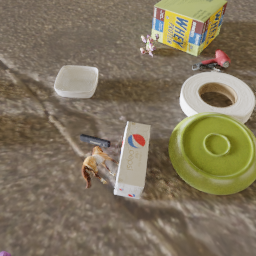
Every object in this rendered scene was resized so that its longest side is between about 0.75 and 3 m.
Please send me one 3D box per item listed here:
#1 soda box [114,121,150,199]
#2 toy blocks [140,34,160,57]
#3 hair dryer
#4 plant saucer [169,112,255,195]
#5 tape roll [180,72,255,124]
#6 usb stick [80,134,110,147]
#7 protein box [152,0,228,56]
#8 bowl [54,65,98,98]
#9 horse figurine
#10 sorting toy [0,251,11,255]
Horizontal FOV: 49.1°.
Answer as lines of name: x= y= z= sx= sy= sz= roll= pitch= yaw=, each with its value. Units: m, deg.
soda box: x=0.164 y=0.911 z=8.567 sx=0.791 sy=0.739 sz=2.321 roll=11 pitch=49 yaw=-1
toy blocks: x=1.060 y=-3.726 z=12.647 sx=0.859 sy=0.803 sz=0.723 roll=-11 pitch=46 yaw=-13
hair dryer: x=3.729 y=-2.941 z=12.158 sx=1.372 sy=0.489 sz=1.801 roll=26 pitch=53 yaw=23
plant saucer: x=2.747 y=0.607 z=8.758 sx=2.910 sy=0.452 sz=2.910 roll=-1 pitch=60 yaw=2
tape roll: x=3.324 y=-1.087 z=10.524 sx=2.727 sy=0.498 sz=2.727 roll=0 pitch=50 yaw=0
usb stick: x=-1.101 y=0.424 z=9.344 sx=1.062 sy=0.295 sz=0.173 roll=13 pitch=39 yaw=11
protein box: x=2.844 y=-5.053 z=13.188 sx=2.488 sy=1.679 sz=2.470 roll=29 pitch=55 yaw=23
bowl: x=-1.973 y=-1.747 z=11.045 sx=1.591 sy=0.595 sz=1.593 roll=4 pitch=48 yaw=3
horse figurine: x=-0.895 y=1.121 z=8.392 sx=1.105 sy=0.416 sz=1.667 roll=42 pitch=32 yaw=7
sorting toy: x=-3.348 y=3.680 z=6.473 sx=0.567 sy=0.571 sz=1.647 roll=-6 pitch=47 yaw=27
